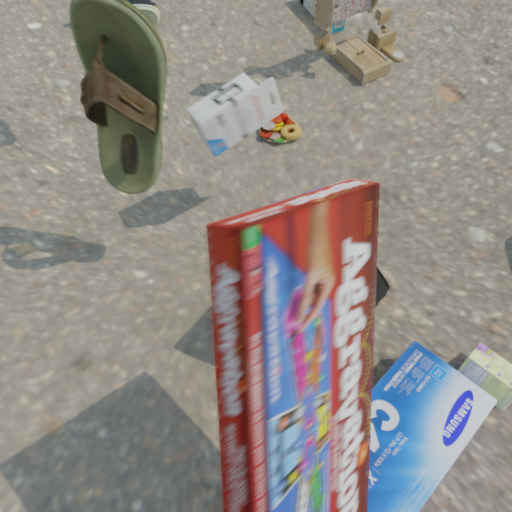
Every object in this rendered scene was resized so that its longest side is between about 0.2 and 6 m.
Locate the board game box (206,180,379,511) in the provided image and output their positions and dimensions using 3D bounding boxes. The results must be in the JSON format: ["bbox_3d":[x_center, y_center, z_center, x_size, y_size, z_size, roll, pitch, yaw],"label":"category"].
[{"bbox_3d":[0.461,1.452,5.051,0.389,4.002,2.060,10,21,34],"label":"board game box"}]

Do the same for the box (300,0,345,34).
[{"bbox_3d":[1.570,-5.938,13.222,0.372,0.622,1.513,-22,59,-15],"label":"box"}]

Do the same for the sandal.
[{"bbox_3d":[-1.737,-1.914,7.256,1.128,2.840,0.810,6,41,7],"label":"sandal"}]

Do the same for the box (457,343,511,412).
[{"bbox_3d":[3.333,1.703,7.940,0.793,0.383,0.698,38,29,22],"label":"box"}]

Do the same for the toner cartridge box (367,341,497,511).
[{"bbox_3d":[1.767,2.583,7.379,1.365,0.621,2.875,37,63,22],"label":"toner cartridge box"}]

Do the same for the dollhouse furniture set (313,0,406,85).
[{"bbox_3d":[2.403,-4.977,11.443,2.105,2.468,1.205,-27,60,-19],"label":"dollhouse furniture set"}]

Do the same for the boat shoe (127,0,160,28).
[{"bbox_3d":[-3.222,-5.716,13.029,2.015,0.752,0.627,4,50,-4],"label":"boat shoe"}]

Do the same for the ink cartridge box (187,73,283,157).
[{"bbox_3d":[-0.302,-2.219,8.566,1.316,0.763,0.446,-34,56,-5],"label":"ink cartridge box"}]

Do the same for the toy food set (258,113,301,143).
[{"bbox_3d":[0.439,-2.548,11.150,0.828,0.204,0.837,-13,57,-8],"label":"toy food set"}]

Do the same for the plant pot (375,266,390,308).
[{"bbox_3d":[0.848,0.610,8.169,1.569,1.765,1.769,39,63,12],"label":"plant pot"}]
